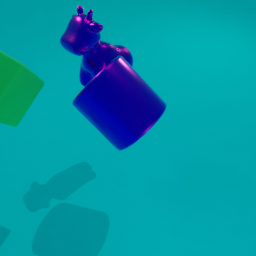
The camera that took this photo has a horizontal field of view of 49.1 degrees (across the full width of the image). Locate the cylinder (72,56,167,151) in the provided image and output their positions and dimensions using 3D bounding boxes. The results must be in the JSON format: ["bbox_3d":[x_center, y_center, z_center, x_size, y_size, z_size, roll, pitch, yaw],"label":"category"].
[{"bbox_3d":[-0.151,-0.435,5.085,1.236,1.236,1.236,46,55,-8],"label":"cylinder"}]

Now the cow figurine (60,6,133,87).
[{"bbox_3d":[-0.552,-1.592,5.852,1.730,1.702,0.950,-17,38,-38],"label":"cow figurine"}]

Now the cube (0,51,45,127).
[{"bbox_3d":[-2.116,-0.695,4.507,0.943,0.943,0.943,31,85,6],"label":"cube"}]
